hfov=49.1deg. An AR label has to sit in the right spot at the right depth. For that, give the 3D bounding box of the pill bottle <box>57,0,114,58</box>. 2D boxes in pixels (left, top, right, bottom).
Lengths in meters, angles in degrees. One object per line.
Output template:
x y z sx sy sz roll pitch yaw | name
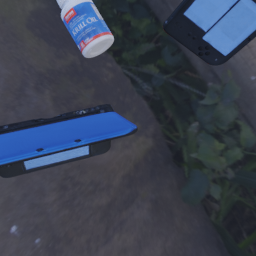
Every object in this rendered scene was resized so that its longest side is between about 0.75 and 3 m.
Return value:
-1.112 -2.661 7.006 0.899 0.899 1.601 -31 87 -7 | pill bottle

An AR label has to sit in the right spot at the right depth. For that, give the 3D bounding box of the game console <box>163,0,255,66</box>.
2.233 -2.629 6.599 1.970 2.227 0.346 26 45 -23 | game console

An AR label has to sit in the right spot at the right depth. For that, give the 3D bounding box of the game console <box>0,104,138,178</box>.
-1.415 0.563 5.829 2.766 2.361 1.637 -13 51 -18 | game console
